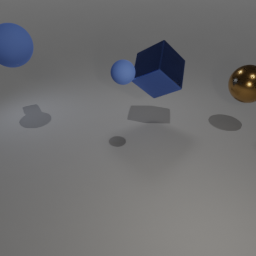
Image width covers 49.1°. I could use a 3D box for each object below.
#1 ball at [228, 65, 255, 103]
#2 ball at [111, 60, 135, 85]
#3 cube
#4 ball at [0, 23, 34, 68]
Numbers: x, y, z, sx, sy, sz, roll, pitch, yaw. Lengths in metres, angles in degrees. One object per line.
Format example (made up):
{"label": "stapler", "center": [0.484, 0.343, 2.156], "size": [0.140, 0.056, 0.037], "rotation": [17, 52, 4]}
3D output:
{"label": "ball", "center": [4.435, -1.620, 10.331], "size": [1.400, 1.400, 1.400], "rotation": [0, 29, 0]}
{"label": "ball", "center": [-0.143, -1.573, 7.903], "size": [0.700, 0.700, 0.700], "rotation": [0, 29, 0]}
{"label": "cube", "center": [1.186, -2.204, 10.772], "size": [1.400, 1.400, 1.400], "rotation": [-14, 55, 43]}
{"label": "ball", "center": [-3.823, -2.689, 9.142], "size": [1.400, 1.400, 1.400], "rotation": [0, 29, 0]}
